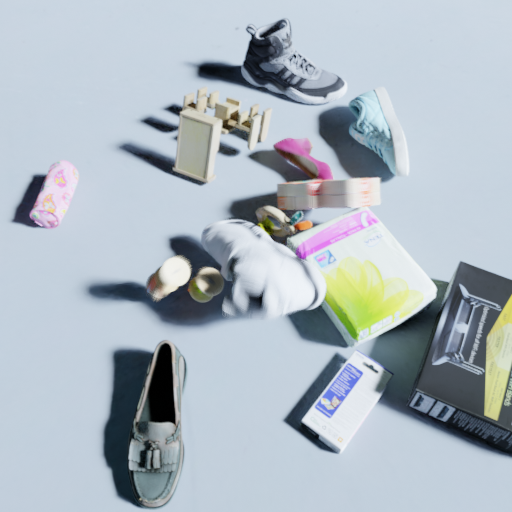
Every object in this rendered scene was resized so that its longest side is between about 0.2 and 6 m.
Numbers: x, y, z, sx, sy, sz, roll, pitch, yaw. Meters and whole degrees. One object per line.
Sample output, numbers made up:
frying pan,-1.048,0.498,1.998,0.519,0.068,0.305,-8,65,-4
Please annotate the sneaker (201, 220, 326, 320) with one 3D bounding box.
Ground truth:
sneaker,-0.242,0.206,10.412,2.887,1.085,1.659,31,26,28

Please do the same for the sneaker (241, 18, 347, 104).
sneaker,0.961,-5.013,14.376,2.930,1.667,1.106,20,56,14

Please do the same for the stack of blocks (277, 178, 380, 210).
stack of blocks,1.442,-1.269,11.485,1.098,0.558,1.906,-10,10,-36

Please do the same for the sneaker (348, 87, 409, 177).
sneaker,2.858,-2.832,13.358,1.134,1.023,2.767,-16,51,10

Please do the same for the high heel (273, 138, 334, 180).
high heel,1.092,-2.015,12.738,0.887,0.623,1.849,-13,61,-19

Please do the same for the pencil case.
pencil case,-4.436,-1.368,12.376,0.695,0.695,1.590,3,53,2

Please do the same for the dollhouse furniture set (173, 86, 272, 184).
dollhouse furniture set,-0.966,-2.875,13.361,1.895,1.436,2.162,22,35,15

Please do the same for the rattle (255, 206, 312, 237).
rattle,0.389,-0.519,11.511,1.254,0.816,0.896,20,41,38

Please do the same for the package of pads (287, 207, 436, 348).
package of pads,2.040,0.328,11.004,1.943,0.858,2.515,-24,59,-15

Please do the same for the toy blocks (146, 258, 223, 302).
toy blocks,-1.422,0.577,10.618,1.208,1.449,0.526,18,66,-21

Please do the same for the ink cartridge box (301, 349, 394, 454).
ink cartridge box,1.602,2.505,9.760,0.814,0.319,1.719,33,63,22

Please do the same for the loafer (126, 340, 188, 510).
loafer,-1.662,2.689,9.281,0.971,0.850,2.704,0,54,0

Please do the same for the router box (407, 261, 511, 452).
router box,4.309,1.767,9.991,2.346,0.779,2.984,22,57,15
